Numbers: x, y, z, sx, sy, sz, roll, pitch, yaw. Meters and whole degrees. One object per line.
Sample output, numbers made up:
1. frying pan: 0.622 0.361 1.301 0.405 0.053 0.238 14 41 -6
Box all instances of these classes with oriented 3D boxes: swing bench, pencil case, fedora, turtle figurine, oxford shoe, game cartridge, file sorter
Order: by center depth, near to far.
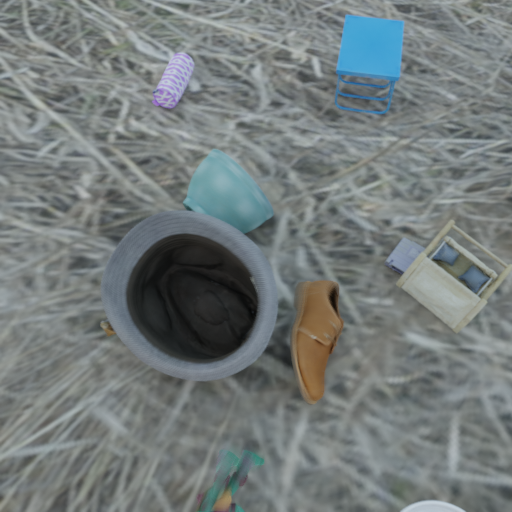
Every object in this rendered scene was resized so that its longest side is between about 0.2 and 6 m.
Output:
1. turtle figurine: -0.447 3.341 7.384 0.755 1.122 1.499 18 88 26
2. oxford shoe: 1.014 1.291 8.923 0.760 0.760 2.132 -11 56 26
3. fedora: -0.931 0.691 8.949 2.770 1.251 2.450 28 82 13
4. swing bench: 3.349 0.355 9.531 1.302 0.849 1.309 40 65 15
5. game cartridge: 2.954 0.172 10.101 1.070 0.205 0.694 33 60 19
6. file sorter: 2.431 -4.175 12.259 1.275 1.128 1.838 9 59 6
7. pencil case: -1.833 -3.880 12.433 0.593 0.582 1.388 -13 46 42

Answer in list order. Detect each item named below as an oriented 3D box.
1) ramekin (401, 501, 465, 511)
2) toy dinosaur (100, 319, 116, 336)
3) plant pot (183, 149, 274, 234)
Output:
1. ramekin: 2.326 4.038 7.328 1.464 0.768 1.464 0 58 0
2. toy dinosaur: -1.910 0.649 9.525 2.076 0.627 1.102 -34 87 -38
3. plant pot: -0.619 -0.949 10.076 1.080 1.612 1.612 -44 67 -8
